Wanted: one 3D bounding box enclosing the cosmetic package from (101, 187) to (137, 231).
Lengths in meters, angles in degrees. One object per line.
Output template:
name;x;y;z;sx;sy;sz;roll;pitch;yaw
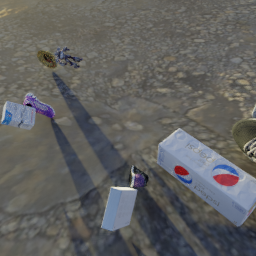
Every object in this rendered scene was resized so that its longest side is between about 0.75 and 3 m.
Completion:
cosmetic package;-0.148;1.626;5.747;0.268;1.037;0.782;9;81;20

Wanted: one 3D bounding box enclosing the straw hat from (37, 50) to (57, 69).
straw hat;-3.096;-2.795;11.016;0.904;0.904;0.382;14;55;15

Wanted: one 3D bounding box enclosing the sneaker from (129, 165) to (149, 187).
sneaker;0.264;1.200;6.739;0.442;0.382;1.010;10;10;-2

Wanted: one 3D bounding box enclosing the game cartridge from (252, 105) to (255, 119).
game cartridge;4.046;-0.305;6.753;0.596;2.868;1.910;-33;64;-1

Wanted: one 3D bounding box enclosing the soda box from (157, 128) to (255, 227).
soda box;1.871;1.086;6.658;0.842;0.787;2.472;-35;56;-28

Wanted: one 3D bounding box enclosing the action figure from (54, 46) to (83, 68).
action figure;-2.210;-2.547;10.161;0.384;0.721;1.108;12;-1;43

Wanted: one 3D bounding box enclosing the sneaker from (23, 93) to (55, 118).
sneaker;-2.793;-0.597;8.708;1.066;0.429;0.471;35;42;-15

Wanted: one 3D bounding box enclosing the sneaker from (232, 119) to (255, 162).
sneaker;3.321;0.604;6.495;1.729;1.123;2.993;13;26;-40

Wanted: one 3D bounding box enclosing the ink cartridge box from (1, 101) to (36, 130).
ink cartridge box;-3.133;-0.347;8.039;0.824;0.345;0.598;15;56;-33
